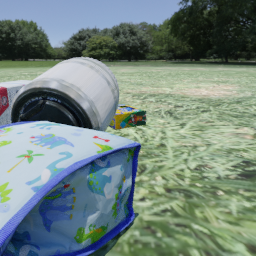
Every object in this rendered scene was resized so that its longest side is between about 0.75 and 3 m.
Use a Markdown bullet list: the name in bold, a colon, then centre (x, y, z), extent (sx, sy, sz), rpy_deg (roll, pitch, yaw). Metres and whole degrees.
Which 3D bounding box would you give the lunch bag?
- **lunch bag**: centre (-1.415, 0.860, 3.922), extent (2.276, 1.706, 2.677), rpy_deg (9, 8, 29)

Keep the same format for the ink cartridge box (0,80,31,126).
- **ink cartridge box**: centre (-3.814, -0.613, 9.182), extent (0.971, 1.709, 2.345), rpy_deg (5, 16, 18)

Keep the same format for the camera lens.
- **camera lens**: centre (-1.463, -0.532, 7.224), extent (2.161, 2.161, 2.702), rpy_deg (3, 29, 12)

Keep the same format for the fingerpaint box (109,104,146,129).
- **fingerpaint box**: centre (-0.298, -0.492, 10.838), extent (1.358, 0.597, 1.627), rpy_deg (-9, 18, -29)
